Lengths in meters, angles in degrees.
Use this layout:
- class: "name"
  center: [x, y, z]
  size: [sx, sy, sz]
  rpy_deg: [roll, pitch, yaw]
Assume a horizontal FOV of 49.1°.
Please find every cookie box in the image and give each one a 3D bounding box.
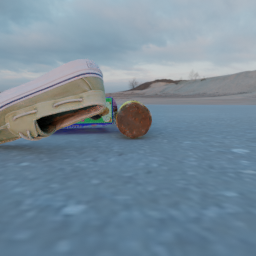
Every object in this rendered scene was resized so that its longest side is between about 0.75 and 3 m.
- class: "cookie box"
  center: [-1.556, -0.404, 7.991]
  size: [2.042, 0.767, 1.747]
  rpy_deg: [-3, -2, -13]

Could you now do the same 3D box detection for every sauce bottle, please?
- class: "sauce bottle"
  center: [0.120, -0.338, 7.566]
  size: [0.882, 0.882, 2.671]
  rpy_deg: [0, 9, -2]

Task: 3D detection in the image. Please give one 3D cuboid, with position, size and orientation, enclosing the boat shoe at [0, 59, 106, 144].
- class: "boat shoe"
  center: [-1.607, -0.241, 4.863]
  size: [2.738, 0.849, 0.986]
  rpy_deg: [-25, -25, 21]

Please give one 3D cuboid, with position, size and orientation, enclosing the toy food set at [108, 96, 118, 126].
- class: "toy food set"
  center: [-0.410, -0.659, 9.765]
  size: [0.271, 1.094, 1.721]
  rpy_deg: [-27, 16, 7]
